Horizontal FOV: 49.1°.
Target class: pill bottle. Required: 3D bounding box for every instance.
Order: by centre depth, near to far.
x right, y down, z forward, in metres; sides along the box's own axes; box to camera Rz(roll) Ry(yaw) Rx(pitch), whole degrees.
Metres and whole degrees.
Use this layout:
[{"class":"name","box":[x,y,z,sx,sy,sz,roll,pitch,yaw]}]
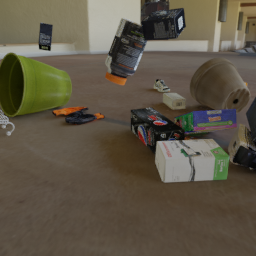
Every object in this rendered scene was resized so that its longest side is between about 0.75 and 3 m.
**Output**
[{"class":"pill bottle","box":[-0.120,-3.341,12.570,1.452,2.733,1.452,21,17,-7]}]

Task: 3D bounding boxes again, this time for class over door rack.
[{"class":"over door rack","box":[-6.263,-0.335,10.930,2.978,0.992,2.200,11,10,-39]}]

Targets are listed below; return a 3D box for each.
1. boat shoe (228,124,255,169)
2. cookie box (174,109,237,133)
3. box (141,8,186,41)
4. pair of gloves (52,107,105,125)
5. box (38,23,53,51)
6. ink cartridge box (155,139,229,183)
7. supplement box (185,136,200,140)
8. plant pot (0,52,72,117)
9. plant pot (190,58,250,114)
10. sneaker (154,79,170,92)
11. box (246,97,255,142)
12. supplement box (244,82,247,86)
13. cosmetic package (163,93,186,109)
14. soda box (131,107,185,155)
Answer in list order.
[{"class":"boat shoe","box":[3.958,0.682,8.933,1.212,0.976,2.614,24,25,12]},{"class":"cookie box","box":[2.789,-0.207,10.377,1.629,0.716,1.905,-4,-4,-10]},{"class":"box","box":[1.430,-4.117,11.128,1.381,0.811,1.358,4,37,26]},{"class":"pair of gloves","box":[-2.341,-0.605,13.123,1.861,0.258,2.089,-13,27,-35]},{"class":"box","box":[-3.900,-4.288,13.260,0.590,1.005,0.988,5,-2,-17]},{"class":"ink cartridge box","box":[1.795,0.921,8.190,1.811,0.764,1.323,-2,20,-5]},{"class":"supplement box","box":[2.407,0.513,10.058,0.751,0.250,0.258,18,27,41]},{"class":"plant pot","box":[-4.459,-2.044,13.860,2.935,2.935,2.826,19,16,42]},{"class":"plant pot","box":[4.688,-1.832,13.828,2.566,2.566,2.227,-6,38,-16]},{"class":"sneaker","box":[2.191,-2.816,18.476,0.615,0.712,1.625,-9,23,-27]},{"class":"box","box":[5.395,-0.148,8.620,2.790,1.733,2.812,27,25,8]},{"class":"supplement box","box":[6.056,-2.506,17.464,2.166,0.796,1.365,-5,20,-13]},{"class":"cosmetic package","box":[2.467,-1.464,15.029,0.764,0.540,1.476,-4,20,-11]},{"class":"soda box","box":[0.971,0.061,10.322,1.008,0.902,2.848,-7,21,-16]}]
